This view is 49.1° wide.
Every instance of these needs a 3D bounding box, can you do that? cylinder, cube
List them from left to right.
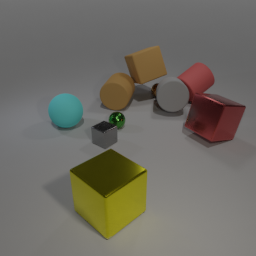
[{"bbox_3d":[-0.874,0.242,10.442,0.700,0.700,0.700,22,35,34],"label":"cube"},{"bbox_3d":[-0.480,1.618,7.202,1.400,1.400,1.400,-26,38,-38],"label":"cube"},{"bbox_3d":[-0.481,-1.753,13.291,1.400,1.400,1.400,6,30,11],"label":"cylinder"},{"bbox_3d":[0.836,-3.030,13.518,1.400,1.400,1.400,-23,17,-10],"label":"cube"},{"bbox_3d":[1.985,-1.546,12.695,1.400,1.400,1.400,2,16,4],"label":"cylinder"},{"bbox_3d":[3.264,-2.265,13.804,1.400,1.400,1.400,-38,40,-12],"label":"cylinder"},{"bbox_3d":[3.266,-0.431,10.590,1.400,1.400,1.400,-1,25,-38],"label":"cube"}]

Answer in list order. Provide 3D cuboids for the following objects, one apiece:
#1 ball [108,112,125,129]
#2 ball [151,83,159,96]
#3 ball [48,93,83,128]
[{"bbox_3d":[-0.452,-0.325,11.487,0.700,0.700,0.700,0,29,0],"label":"ball"},{"bbox_3d":[1.529,-1.945,14.326,0.700,0.700,0.700,0,29,0],"label":"ball"},{"bbox_3d":[-2.543,-0.709,11.465,1.400,1.400,1.400,0,29,0],"label":"ball"}]
